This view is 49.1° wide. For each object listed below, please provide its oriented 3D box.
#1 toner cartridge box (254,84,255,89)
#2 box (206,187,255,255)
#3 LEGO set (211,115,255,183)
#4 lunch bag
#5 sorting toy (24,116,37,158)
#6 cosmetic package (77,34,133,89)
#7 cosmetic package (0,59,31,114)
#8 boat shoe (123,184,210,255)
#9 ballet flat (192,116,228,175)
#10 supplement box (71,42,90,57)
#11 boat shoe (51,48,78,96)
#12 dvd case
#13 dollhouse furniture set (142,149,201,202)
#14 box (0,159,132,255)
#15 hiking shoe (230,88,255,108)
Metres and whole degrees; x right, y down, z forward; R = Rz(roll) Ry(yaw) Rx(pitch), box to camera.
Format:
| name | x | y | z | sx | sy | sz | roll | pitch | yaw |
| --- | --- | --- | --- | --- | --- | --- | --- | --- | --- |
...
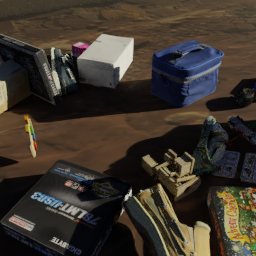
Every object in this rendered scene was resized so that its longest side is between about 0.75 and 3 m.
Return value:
| name | x | y | z | sx | sy | sz | roll | pitch | yaw |
| --- | --- | --- | --- | --- | --- | --- | --- | --- | --- |
| toner cartridge box | 5.418 | -1.730 | 10.736 | 0.698 | 0.317 | 1.469 | 27 | 45 | 29 |
| box | 2.689 | 2.297 | 5.335 | 1.815 | 0.501 | 2.657 | 0 | 37 | 1 |
| LEGO set | 3.571 | 0.467 | 7.544 | 1.991 | 0.654 | 2.666 | 5 | 48 | 31 |
| lunch bag | 2.006 | -2.087 | 10.020 | 2.638 | 1.745 | 1.792 | -28 | 45 | -32 |
| sorting toy | -2.486 | 0.193 | 7.212 | 0.148 | 1.107 | 0.825 | -7 | 64 | -14 |
| cosmetic package | -0.839 | -2.801 | 11.475 | 1.544 | 1.110 | 2.735 | 10 | 38 | 10 |
| cosmetic package | -4.347 | -1.126 | 9.047 | 0.820 | 1.214 | 2.308 | 31 | 51 | 17 |
| boat shoe | 1.000 | 2.085 | 4.901 | 1.123 | 1.057 | 2.950 | -34 | 47 | -7 |
| ballet flat | 2.299 | 0.416 | 7.508 | 0.809 | 0.809 | 2.178 | 15 | 47 | 18 |
| supplement box | -2.038 | -3.531 | 12.907 | 1.053 | 0.533 | 0.544 | 26 | 45 | 30 |
| boat shoe | -2.503 | -2.288 | 10.867 | 0.871 | 1.055 | 2.818 | -11 | 40 | -12 |
| dvd case | -3.598 | -2.077 | 9.741 | 2.772 | 2.084 | 0.343 | 26 | 54 | 30 |
| dollhouse furniture set | 1.061 | 0.763 | 6.744 | 0.768 | 1.222 | 1.382 | -21 | 43 | -26 |
| box | -1.241 | 1.737 | 6.074 | 2.058 | 0.511 | 2.042 | 16 | 40 | 22 |
| hiking shoe | 4.329 | -1.249 | 9.925 | 1.429 | 0.541 | 0.719 | -22 | 46 | -24 |
